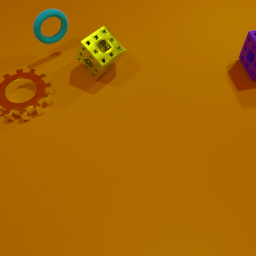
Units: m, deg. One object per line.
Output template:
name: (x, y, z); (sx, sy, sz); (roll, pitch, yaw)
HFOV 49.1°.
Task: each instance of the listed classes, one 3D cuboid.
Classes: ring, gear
ring: (-2.226, -2.923, 8.112); (1.069, 1.069, 0.214); (-31, 61, -18)
gear: (-2.967, -0.962, 7.902); (1.649, 0.305, 1.649); (0, 58, 0)

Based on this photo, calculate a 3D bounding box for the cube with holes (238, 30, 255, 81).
cube with holes: (4.025, -2.160, 8.124); (1.006, 1.006, 1.006); (-12, 58, -4)

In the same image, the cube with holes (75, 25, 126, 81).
cube with holes: (-0.810, -2.133, 8.065); (0.927, 0.927, 0.927); (-43, 94, -24)
